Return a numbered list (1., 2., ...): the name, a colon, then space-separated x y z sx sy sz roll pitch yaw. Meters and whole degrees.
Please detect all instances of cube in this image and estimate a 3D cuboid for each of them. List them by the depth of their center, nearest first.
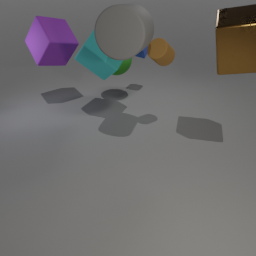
1. cube: 3.191 -2.446 7.730 1.400 1.400 1.400 0 40 20
2. cube: -0.880 -2.846 10.248 1.400 1.400 1.400 -61 17 -17
3. cube: -3.171 -3.568 11.642 1.400 1.400 1.400 -14 68 -46
4. cube: 0.564 -3.808 13.111 0.700 0.700 0.700 20 68 19

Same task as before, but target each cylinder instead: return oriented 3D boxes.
1. cylinder: -0.060 -2.738 7.909 1.400 1.400 1.400 7 26 13
2. cylinder: 1.070 -2.437 9.032 0.700 0.700 0.700 20 2 31

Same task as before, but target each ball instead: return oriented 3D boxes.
1. ball: -0.529 -3.062 12.488 1.400 1.400 1.400 0 29 0
